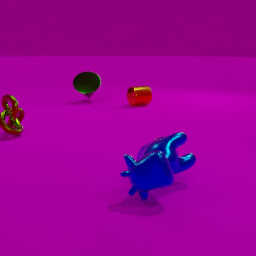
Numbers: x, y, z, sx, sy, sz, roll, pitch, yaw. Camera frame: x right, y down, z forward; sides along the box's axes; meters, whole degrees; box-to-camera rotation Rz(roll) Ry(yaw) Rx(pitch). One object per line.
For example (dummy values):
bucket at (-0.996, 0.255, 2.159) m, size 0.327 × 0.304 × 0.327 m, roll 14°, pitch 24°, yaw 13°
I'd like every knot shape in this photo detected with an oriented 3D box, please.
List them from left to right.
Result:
knot shape at (-3.416, -0.307, 8.308) m, size 0.569 × 1.232 × 1.153 m, roll -6°, pitch -15°, yaw -9°

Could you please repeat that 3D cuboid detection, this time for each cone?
cone at (-1.904, -1.794, 13.423) m, size 1.292 × 1.296 × 1.292 m, roll 1°, pitch 60°, yaw -1°

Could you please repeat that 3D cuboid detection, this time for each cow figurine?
cow figurine at (0.460, 0.651, 5.124) m, size 1.555 × 0.868 × 1.580 m, roll -24°, pitch 3°, yaw -21°

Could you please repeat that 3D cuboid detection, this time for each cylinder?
cylinder at (0.501, -1.430, 12.373) m, size 0.849 × 0.849 × 0.849 m, roll -9°, pitch 18°, yaw -29°
